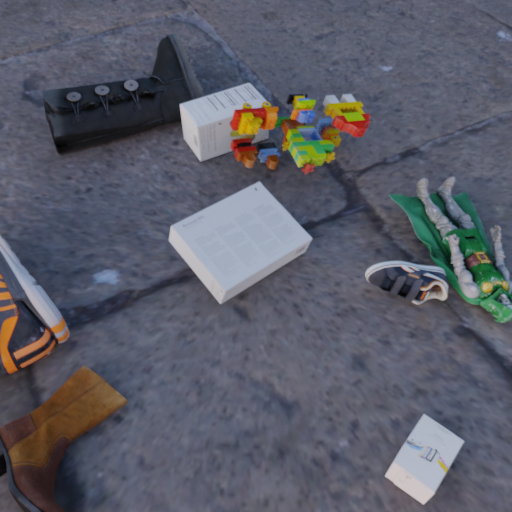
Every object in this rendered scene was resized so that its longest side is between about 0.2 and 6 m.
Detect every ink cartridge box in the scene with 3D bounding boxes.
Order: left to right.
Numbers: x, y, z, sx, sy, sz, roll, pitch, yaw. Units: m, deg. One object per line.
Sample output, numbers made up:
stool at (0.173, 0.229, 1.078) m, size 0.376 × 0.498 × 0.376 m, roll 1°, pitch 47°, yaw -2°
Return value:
ink cartridge box at (2.489, 3.024, 8.317) m, size 0.683 × 0.695 × 0.944 m, roll 33°, pitch 59°, yaw 23°

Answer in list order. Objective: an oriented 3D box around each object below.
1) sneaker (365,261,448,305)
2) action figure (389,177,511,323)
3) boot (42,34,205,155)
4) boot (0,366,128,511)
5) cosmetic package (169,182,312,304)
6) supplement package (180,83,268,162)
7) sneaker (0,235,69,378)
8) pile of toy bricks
sneaker at (2.795, 0.499, 10.236) m, size 1.549 × 0.608 × 0.615 m, roll 3°, pitch 50°, yaw -8°
action figure at (4.055, -0.142, 10.747) m, size 1.910 × 0.884 × 3.233 m, roll -7°, pitch 56°, yaw -17°
boot at (-3.336, -4.059, 13.720) m, size 3.655 × 1.200 × 3.013 m, roll -18°, pitch 52°, yaw -8°
boot at (-2.846, 2.904, 8.611) m, size 1.941 × 0.706 × 2.062 m, roll 31°, pitch 50°, yaw 31°
cosmetic package at (-0.287, -0.311, 10.648) m, size 2.191 × 0.566 × 1.652 m, roll -30°, pitch 71°, yaw -29°
supplement package at (-0.707, -3.103, 12.943) m, size 1.806 × 1.027 × 0.989 m, roll -23°, pitch 54°, yaw -17°
sneaker at (-4.980, 0.704, 9.748) m, size 1.942 × 1.345 × 3.467 m, roll -35°, pitch 59°, yaw -26°
pile of toy bricks at (0.981, -2.412, 12.038) m, size 3.016 × 1.673 × 1.489 m, roll -11°, pitch 57°, yaw -23°
